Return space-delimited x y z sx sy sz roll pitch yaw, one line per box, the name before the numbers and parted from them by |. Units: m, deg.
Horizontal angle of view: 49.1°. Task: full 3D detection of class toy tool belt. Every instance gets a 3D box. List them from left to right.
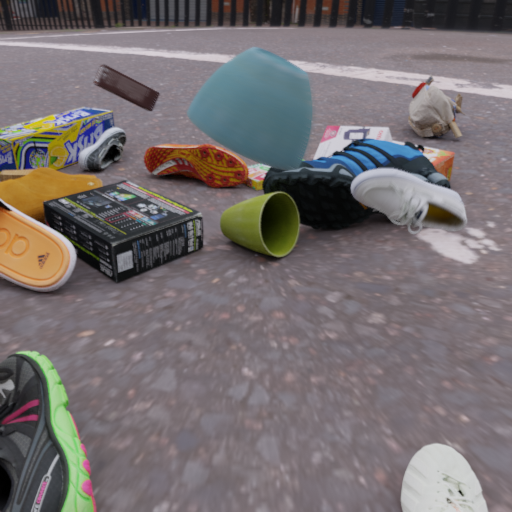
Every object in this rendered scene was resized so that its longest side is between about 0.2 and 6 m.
toy tool belt | 5.211 -4.128 16.105 1.468 1.492 2.390 33 32 -7

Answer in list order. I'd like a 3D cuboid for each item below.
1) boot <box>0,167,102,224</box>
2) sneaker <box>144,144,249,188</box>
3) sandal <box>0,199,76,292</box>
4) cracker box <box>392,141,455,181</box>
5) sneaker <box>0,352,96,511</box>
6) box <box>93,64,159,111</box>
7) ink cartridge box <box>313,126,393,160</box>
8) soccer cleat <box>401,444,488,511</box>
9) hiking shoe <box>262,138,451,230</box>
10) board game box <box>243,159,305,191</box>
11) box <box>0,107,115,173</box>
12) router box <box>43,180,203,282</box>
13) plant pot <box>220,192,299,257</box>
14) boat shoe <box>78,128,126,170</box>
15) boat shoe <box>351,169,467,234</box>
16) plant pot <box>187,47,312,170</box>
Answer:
boot | -3.754 -0.955 10.199 1.901 0.934 2.655 0 32 -14
sneaker | -1.262 -2.121 12.469 2.528 0.923 0.975 15 21 21
sandal | -4.188 -0.471 8.358 3.269 0.937 1.252 19 75 17
cracker box | 2.838 -2.003 12.378 2.499 0.721 1.674 21 34 33
sneaker | -2.201 1.660 5.152 0.977 0.895 2.331 -11 28 -28
box | -2.003 -2.583 8.636 0.925 0.347 0.463 21 7 -24
ink cartridge box | 2.002 -2.115 11.475 1.359 0.573 0.984 8 61 28
soccer cleat | 1.447 2.135 4.312 0.722 0.808 2.083 10 28 18
hiking shoe | 1.713 -1.418 10.311 3.566 1.326 1.546 0 50 -20
board game box | 0.540 -1.914 12.747 1.951 0.293 0.932 -16 32 -33
box | -4.850 -2.770 13.540 1.105 1.014 3.153 14 31 26
router box | -2.272 -0.518 9.515 1.723 0.714 2.299 -24 37 -38
plant pot | -0.030 -0.528 9.419 1.126 1.053 1.053 3 23 40
boat shoe | -3.548 -2.514 13.600 0.662 0.673 1.868 16 40 10
boat shoe | 1.991 -0.600 7.165 1.598 0.590 0.681 15 41 -17
plant pot | 0.054 -1.476 5.326 1.205 0.811 1.205 23 24 -11
